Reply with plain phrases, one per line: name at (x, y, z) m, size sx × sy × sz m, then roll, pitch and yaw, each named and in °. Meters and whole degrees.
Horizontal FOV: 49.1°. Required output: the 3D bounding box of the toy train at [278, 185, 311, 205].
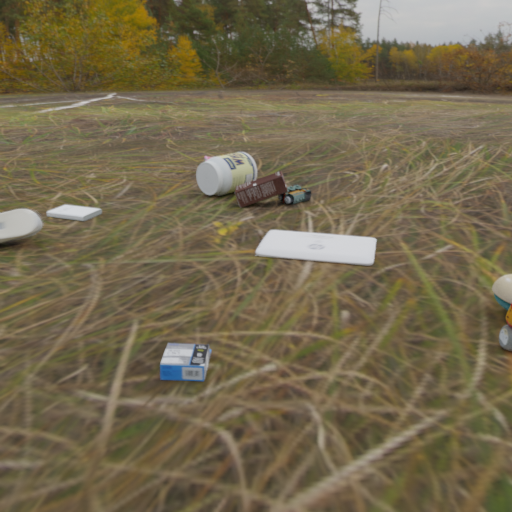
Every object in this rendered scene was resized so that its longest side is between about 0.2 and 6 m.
toy train at (1.023, -1.597, 14.814) m, size 0.938 × 0.400 × 0.534 m, roll -19°, pitch 38°, yaw -40°

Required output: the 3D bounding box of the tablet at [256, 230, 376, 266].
tablet at (1.260, -0.203, 11.482) m, size 2.303 × 0.157 × 1.498 m, roll 5°, pitch 22°, yaw 13°

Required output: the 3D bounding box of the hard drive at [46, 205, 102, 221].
hard drive at (-4.441, -1.054, 13.687) m, size 1.089 × 0.143 × 0.718 m, roll 8°, pitch 23°, yaw 21°

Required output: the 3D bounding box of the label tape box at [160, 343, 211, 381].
label tape box at (-0.912, 1.325, 7.367) m, size 0.568 × 0.249 × 0.788 m, roll 2°, pitch 21°, yaw 2°

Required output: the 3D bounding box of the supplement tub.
supplement tub at (-0.815, -2.265, 15.537) m, size 1.070 × 1.070 × 1.476 m, roll 18°, pitch 28°, yaw 39°

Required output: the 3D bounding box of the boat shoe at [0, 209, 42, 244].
boat shoe at (-5.576, -0.543, 11.648) m, size 2.173 × 0.782 × 0.744 m, roll -16°, pitch -6°, yaw -7°

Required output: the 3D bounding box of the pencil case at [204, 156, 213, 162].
pencil case at (-0.945, -2.872, 17.727) m, size 1.425 × 0.623 × 0.623 m, roll -3°, pitch 21°, yaw -7°

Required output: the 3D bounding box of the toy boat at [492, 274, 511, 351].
toy boat at (4.006, 0.829, 8.146) m, size 1.435 × 0.793 × 1.706 m, roll 24°, pitch 23°, yaw 38°

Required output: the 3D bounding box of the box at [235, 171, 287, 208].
box at (0.124, -1.717, 14.431) m, size 1.298 × 0.486 × 0.650 m, roll -17°, pitch 20°, yaw 6°
